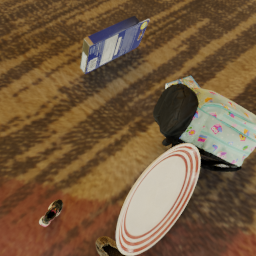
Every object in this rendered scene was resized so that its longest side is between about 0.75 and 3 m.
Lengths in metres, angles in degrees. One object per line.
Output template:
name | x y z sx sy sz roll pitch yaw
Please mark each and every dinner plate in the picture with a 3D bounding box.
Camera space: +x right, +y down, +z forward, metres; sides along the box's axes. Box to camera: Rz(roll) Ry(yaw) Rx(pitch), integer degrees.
dinner plate | 0.649 1.449 5.838 2.606 2.606 0.316 -40 48 -23

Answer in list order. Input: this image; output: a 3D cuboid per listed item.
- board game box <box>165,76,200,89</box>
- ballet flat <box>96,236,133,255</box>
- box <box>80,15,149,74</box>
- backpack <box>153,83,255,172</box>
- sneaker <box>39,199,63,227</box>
board game box | 1.942 -0.998 8.967 0.950 0.242 1.413 -19 58 -13
ballet flat | -0.017 2.966 6.092 1.762 0.408 0.594 31 72 24
box | -0.462 -2.829 9.342 2.451 1.484 0.397 -32 78 -25
backpack | 2.037 -0.039 6.924 2.537 1.606 2.117 25 25 -13
sneaker | -1.784 2.020 6.757 0.314 0.338 0.783 39 37 -8
